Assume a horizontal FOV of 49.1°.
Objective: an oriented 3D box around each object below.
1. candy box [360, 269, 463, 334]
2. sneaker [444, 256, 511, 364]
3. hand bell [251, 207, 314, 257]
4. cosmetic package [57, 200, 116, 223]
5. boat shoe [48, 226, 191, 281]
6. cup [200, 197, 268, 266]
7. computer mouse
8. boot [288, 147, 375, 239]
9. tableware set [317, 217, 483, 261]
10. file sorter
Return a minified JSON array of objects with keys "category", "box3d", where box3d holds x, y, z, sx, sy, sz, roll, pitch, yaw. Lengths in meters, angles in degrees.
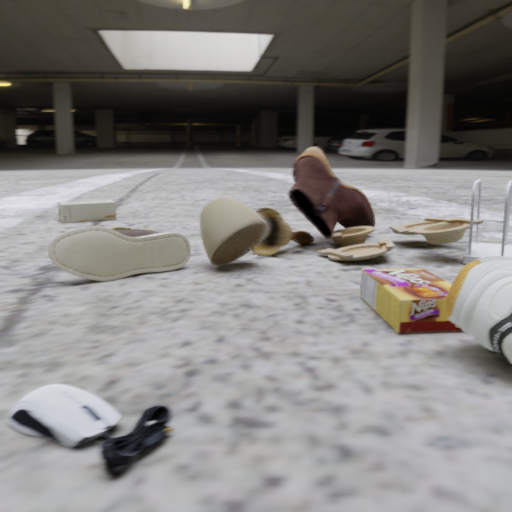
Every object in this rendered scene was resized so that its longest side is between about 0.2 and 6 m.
[{"category":"candy box","box3d":[1.932,0.515,6.917,0.900,0.436,1.543,-1,13,-5]},{"category":"sneaker","box3d":[3.254,0.645,5.539,2.754,1.042,1.207,-5,31,-20]},{"category":"hand bell","box3d":[0.676,-0.403,11.216,0.927,0.927,1.780,8,2,36]},{"category":"cosmetic package","box3d":[-4.671,-1.238,15.472,1.456,0.518,0.766,-6,13,-26]},{"category":"boat shoe","box3d":[-2.214,-0.076,8.985,2.329,0.837,0.693,-4,7,-37]},{"category":"cup","box3d":[-0.500,-0.507,9.556,1.160,1.160,0.830,-13,60,-48]},{"category":"computer mouse","box3d":[-1.278,1.157,4.048,1.332,0.292,0.731,6,14,27]},{"category":"boot","box3d":[1.592,-0.923,11.782,0.933,2.579,2.146,-29,24,30]},{"category":"tableware set","box3d":[2.660,-0.433,10.894,3.134,0.364,2.618,-10,10,-2]},{"category":"file sorter","box3d":[4.975,-0.566,9.838,2.290,1.426,1.589,6,13,25]}]
